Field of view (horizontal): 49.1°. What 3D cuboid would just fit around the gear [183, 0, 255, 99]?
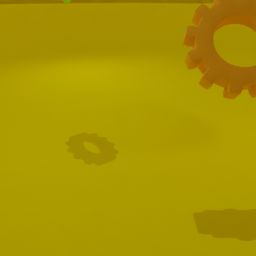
[{"bbox_3d":[1.977,-1.487,4.977,1.919,1.919,0.355,1,-11,2],"label":"gear"}]

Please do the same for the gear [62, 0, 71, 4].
[{"bbox_3d":[-1.191,-3.950,7.375,1.564,0.289,1.564,-32,34,24],"label":"gear"}]
